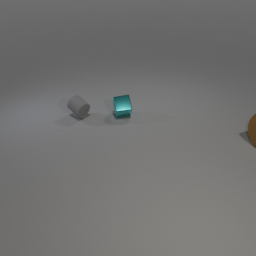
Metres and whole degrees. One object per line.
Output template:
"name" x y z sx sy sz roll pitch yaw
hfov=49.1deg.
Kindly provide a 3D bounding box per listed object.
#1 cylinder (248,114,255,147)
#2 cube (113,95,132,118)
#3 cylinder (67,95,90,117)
"cylinder" 5.321 0.030 9.995 1.400 1.400 1.400 -11 32 -19
"cube" -0.240 -0.930 12.041 0.700 0.700 0.700 -10 70 -6
"cylinder" -2.092 -0.924 11.903 0.700 0.700 0.700 39 46 24
